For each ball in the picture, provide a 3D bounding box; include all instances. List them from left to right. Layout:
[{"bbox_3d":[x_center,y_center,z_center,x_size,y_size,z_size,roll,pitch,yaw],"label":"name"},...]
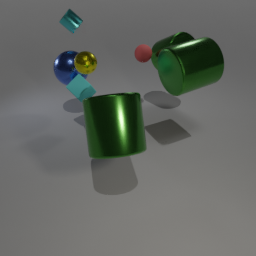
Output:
[{"bbox_3d":[-2.270,-2.382,11.230,1.400,1.400,1.400,0,31,0],"label":"ball"},{"bbox_3d":[-1.288,-1.987,8.547,0.700,0.700,0.700,0,31,0],"label":"ball"},{"bbox_3d":[0.606,-2.959,11.127,0.700,0.700,0.700,0,31,0],"label":"ball"}]

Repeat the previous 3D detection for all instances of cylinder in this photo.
[{"bbox_3d":[-2.306,-4.323,11.350,0.700,0.700,0.700,37,22,-23],"label":"cylinder"},{"bbox_3d":[-0.318,-0.070,6.721,1.400,1.400,1.400,-7,3,0],"label":"cylinder"},{"bbox_3d":[1.860,-3.005,11.311,1.400,1.400,1.400,-17,10,-26],"label":"cylinder"},{"bbox_3d":[1.790,-1.789,8.158,1.400,1.400,1.400,-20,36,-18],"label":"cylinder"}]

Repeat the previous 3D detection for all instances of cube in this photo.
[{"bbox_3d":[-1.741,-1.446,10.486,0.700,0.700,0.700,-46,71,-2],"label":"cube"}]
